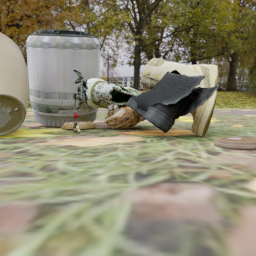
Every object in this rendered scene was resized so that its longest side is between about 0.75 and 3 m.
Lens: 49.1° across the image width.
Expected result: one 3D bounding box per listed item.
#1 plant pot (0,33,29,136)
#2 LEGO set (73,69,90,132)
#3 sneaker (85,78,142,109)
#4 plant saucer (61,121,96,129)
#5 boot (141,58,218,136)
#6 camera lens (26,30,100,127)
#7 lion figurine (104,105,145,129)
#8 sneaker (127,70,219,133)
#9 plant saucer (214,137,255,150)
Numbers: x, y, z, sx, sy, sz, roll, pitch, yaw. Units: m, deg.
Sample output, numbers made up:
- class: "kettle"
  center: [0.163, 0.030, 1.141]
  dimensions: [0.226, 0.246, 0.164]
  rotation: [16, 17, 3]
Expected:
- class: "plant pot"
  center: [-3.152, -0.861, 6.374]
  dimensions: [2.101, 2.101, 2.243]
  rotation: [-3, 37, -35]
- class: "LEGO set"
  center: [-1.126, -0.639, 6.864]
  dimensions: [0.429, 1.514, 0.984]
  rotation: [-1, 26, -12]
- class: "sneaker"
  center: [-0.079, -0.791, 8.251]
  dimensions: [1.120, 0.972, 2.528]
  rotation: [15, 7, 43]
- class: "plant saucer"
  center: [-1.413, -0.088, 7.997]
  dimensions: [0.997, 0.176, 0.997]
  rotation: [-1, 3, 0]
- class: "boot"
  center: [1.162, -0.859, 6.682]
  dimensions: [1.811, 0.848, 2.330]
  rotation: [12, 49, 8]
- class: "camera lens"
  center: [-1.993, -1.625, 8.882]
  dimensions: [2.208, 2.760, 2.208]
  rotation: [2, 16, -1]
- class: "lion figurine"
  center: [0.371, -0.521, 8.112]
  dimensions: [1.321, 0.782, 2.157]
  rotation: [-22, -3, 38]
- class: "sneaker"
  center: [0.825, -0.690, 6.248]
  dimensions: [0.758, 1.316, 2.524]
  rotation: [33, 5, -21]
- class: "plant saucer"
  center: [1.848, 0.244, 4.650]
  dimensions: [0.810, 0.119, 0.810]
  rotation: [-1, 4, 0]
